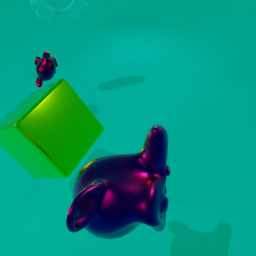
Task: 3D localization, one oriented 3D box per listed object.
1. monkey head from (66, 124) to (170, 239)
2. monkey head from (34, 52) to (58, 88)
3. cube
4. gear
[{"bbox_3d":[-0.078,0.606,3.448,1.166,1.392,1.934,6,5,4],"label":"monkey head"},{"bbox_3d":[-2.361,-1.695,7.778,0.764,1.062,0.640,27,27,3],"label":"monkey head"},{"bbox_3d":[-1.621,0.069,5.709,1.380,1.380,1.380,-11,35,45],"label":"cube"},{"bbox_3d":[-1.858,-3.575,7.680,1.602,1.602,0.296,-18,59,-16],"label":"gear"}]
